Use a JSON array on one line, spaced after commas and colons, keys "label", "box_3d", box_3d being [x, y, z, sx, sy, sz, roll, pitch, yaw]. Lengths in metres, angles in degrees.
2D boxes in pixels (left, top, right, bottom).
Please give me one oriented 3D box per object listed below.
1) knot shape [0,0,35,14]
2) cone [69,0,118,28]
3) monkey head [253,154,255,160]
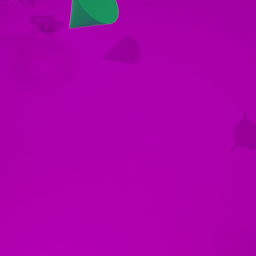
[{"label": "knot shape", "box_3d": [-3.676, -4.177, 8.824, 1.320, 1.411, 0.652, 21, 105, -1]}, {"label": "cone", "box_3d": [-1.120, -2.823, 6.958, 1.260, 1.265, 1.260, 19, 60, -37]}, {"label": "monkey head", "box_3d": [3.033, 0.101, 5.412, 0.875, 1.045, 1.453, 24, 103, 18]}]
